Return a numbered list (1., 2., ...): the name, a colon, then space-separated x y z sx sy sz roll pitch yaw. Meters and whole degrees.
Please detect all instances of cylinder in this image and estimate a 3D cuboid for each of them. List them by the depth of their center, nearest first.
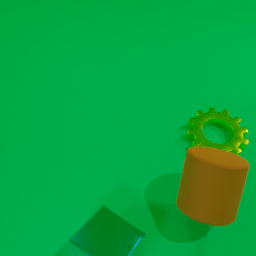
1. cylinder: 1.551 1.037 5.225 1.115 1.115 1.115 9 12 -2

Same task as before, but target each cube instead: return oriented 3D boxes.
1. cube: -0.405 2.137 4.836 0.937 0.937 0.937 28 36 19

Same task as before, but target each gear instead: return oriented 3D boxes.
1. gear: 2.162 0.138 6.850 1.439 0.266 1.439 0 54 0
